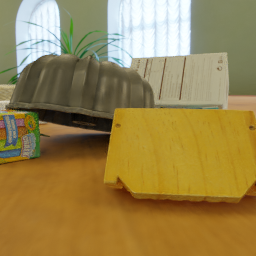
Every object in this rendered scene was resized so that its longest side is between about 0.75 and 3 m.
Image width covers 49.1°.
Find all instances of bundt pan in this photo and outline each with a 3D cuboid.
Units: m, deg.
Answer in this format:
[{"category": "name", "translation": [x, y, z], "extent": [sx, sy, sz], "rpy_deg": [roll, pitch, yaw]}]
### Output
[{"category": "bundt pan", "translation": [-0.717, -0.557, 5.108], "extent": [2.699, 1.013, 2.699], "rpy_deg": [8, -7, 1]}]

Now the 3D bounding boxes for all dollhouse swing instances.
[{"category": "dollhouse swing", "translation": [0.568, 0.449, 3.097], "extent": [1.399, 1.230, 1.272], "rpy_deg": [1, 49, 6]}]

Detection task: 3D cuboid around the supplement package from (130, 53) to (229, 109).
[{"category": "supplement package", "translation": [1.265, -0.905, 7.105], "extent": [2.359, 1.384, 1.379], "rpy_deg": [3, -20, 23]}]

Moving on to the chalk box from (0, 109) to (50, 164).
[{"category": "chalk box", "translation": [-1.710, 0.089, 4.071], "extent": [1.105, 0.685, 0.690], "rpy_deg": [-8, 12, -44]}]

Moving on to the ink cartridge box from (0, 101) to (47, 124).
[{"category": "ink cartridge box", "translation": [-3.154, -0.458, 8.079], "extent": [1.560, 0.661, 1.136], "rpy_deg": [-1, 8, -21]}]

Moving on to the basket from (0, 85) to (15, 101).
[{"category": "basket", "translation": [-6.223, -1.607, 14.416], "extent": [1.755, 1.189, 1.082], "rpy_deg": [-1, 10, -5]}]

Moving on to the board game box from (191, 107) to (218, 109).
[{"category": "board game box", "translation": [1.087, -0.150, 5.801], "extent": [1.079, 0.335, 1.430], "rpy_deg": [-4, -4, -5]}]
